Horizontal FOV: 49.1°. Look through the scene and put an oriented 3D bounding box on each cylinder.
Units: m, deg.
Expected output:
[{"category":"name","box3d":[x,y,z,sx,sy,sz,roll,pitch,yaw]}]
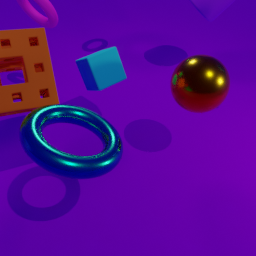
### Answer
[{"category":"cylinder","box3d":[2.659,-4.220,8.640,1.290,1.290,1.290,33,35,-27]}]

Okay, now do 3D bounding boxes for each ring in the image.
[{"category":"ring","box3d":[-2.396,-3.167,7.334,1.310,1.310,0.262,27,73,24]},{"category":"ring","box3d":[-0.838,0.153,4.345,1.603,0.321,1.603,17,32,-11]}]

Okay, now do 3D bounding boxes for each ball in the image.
[{"category":"ball","box3d":[1.539,-0.944,6.032,1.250,1.250,1.250,0,45,0]}]

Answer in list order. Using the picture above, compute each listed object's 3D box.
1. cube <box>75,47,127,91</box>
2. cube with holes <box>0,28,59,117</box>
[{"category":"cube","box3d":[-0.692,-1.489,7.137,0.838,0.838,0.838,-29,20,-24]},{"category":"cube with holes","box3d":[-2.216,-0.976,5.369,1.366,1.366,1.366,-12,5,-21]}]
